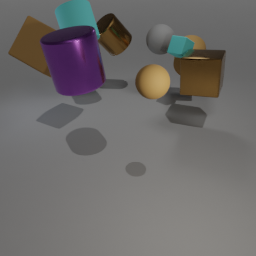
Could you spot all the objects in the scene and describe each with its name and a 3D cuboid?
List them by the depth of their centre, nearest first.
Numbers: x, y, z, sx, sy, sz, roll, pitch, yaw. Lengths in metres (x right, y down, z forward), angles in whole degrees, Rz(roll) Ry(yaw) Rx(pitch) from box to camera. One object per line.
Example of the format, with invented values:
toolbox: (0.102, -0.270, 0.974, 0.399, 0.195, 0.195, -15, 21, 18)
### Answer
ball: (0.495, -0.930, 5.651, 0.700, 0.700, 0.700, 0, 29, 0)
cylinder: (-1.386, -1.759, 7.272, 1.400, 1.400, 1.400, -8, 33, 5)
cube: (-2.835, -2.636, 9.503, 1.400, 1.400, 1.400, 30, 3, 6)
cube: (2.785, -2.062, 10.414, 1.400, 1.400, 1.400, 8, 30, 22)
cylinder: (-1.957, -4.016, 10.901, 1.400, 1.400, 1.400, -17, 6, 2)
cube: (2.126, -3.236, 11.261, 0.700, 0.700, 0.700, 24, 11, 39)
cylinder: (2.801, -3.231, 12.641, 1.400, 1.400, 1.400, 5, 46, 10)
cylinder: (-0.762, -4.398, 13.247, 1.400, 1.400, 1.400, -24, 47, 29)
ball: (1.568, -4.249, 13.465, 1.400, 1.400, 1.400, 0, 29, 0)
